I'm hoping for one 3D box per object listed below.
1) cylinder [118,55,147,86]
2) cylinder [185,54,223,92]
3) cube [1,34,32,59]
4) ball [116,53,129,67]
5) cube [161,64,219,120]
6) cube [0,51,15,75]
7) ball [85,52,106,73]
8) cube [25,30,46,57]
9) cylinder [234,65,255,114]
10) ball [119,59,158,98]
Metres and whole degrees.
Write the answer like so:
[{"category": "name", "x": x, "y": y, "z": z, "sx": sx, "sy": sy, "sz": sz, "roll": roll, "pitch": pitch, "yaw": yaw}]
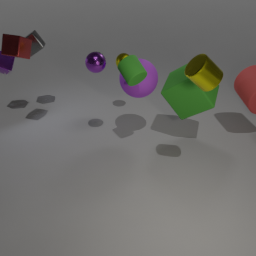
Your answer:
[{"category": "cylinder", "x": 0.136, "y": -1.792, "z": 8.749, "sx": 0.700, "sy": 0.700, "sz": 0.700, "roll": -21, "pitch": 72, "yaw": -32}, {"category": "cylinder", "x": 1.922, "y": -1.398, "z": 7.106, "sx": 0.700, "sy": 0.700, "sz": 0.700, "roll": 33, "pitch": 17, "yaw": -28}, {"category": "cube", "x": -3.880, "y": -2.829, "z": 9.767, "sx": 0.700, "sy": 0.700, "sz": 0.700, "roll": 12, "pitch": 9, "yaw": 14}, {"category": "ball", "x": -0.174, "y": -2.802, "z": 11.814, "sx": 0.700, "sy": 0.700, "sz": 0.700, "roll": 0, "pitch": 30, "yaw": 0}, {"category": "cube", "x": 2.287, "y": -1.415, "z": 10.222, "sx": 1.400, "sy": 1.400, "sz": 1.400, "roll": -23, "pitch": 28, "yaw": 40}, {"category": "cube", "x": -5.261, "y": -2.734, "z": 11.730, "sx": 0.700, "sy": 0.700, "sz": 0.700, "roll": 17, "pitch": -13, "yaw": -40}, {"category": "ball", "x": -1.082, "y": -2.196, "z": 9.380, "sx": 0.700, "sy": 0.700, "sz": 0.700, "roll": 0, "pitch": 30, "yaw": 0}, {"category": "cube", "x": -3.930, "y": -3.491, "z": 11.550, "sx": 0.700, "sy": 0.700, "sz": 0.700, "roll": -31, "pitch": 29, "yaw": 10}, {"category": "cylinder", "x": 4.973, "y": -1.455, "z": 10.648, "sx": 1.400, "sy": 1.400, "sz": 1.400, "roll": -3, "pitch": 41, "yaw": -5}, {"category": "ball", "x": 0.387, "y": -1.794, "z": 10.146, "sx": 1.400, "sy": 1.400, "sz": 1.400, "roll": 0, "pitch": 30, "yaw": 0}]
